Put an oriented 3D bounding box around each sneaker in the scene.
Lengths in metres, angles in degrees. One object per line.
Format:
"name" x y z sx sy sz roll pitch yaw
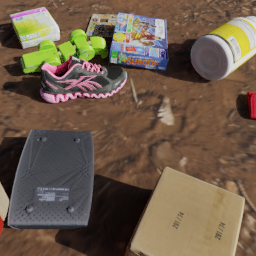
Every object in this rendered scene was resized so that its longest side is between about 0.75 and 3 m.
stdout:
"sneaker" -1.312 -1.578 8.298 2.686 1.281 1.061 -12 45 -14

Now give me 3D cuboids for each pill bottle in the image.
"pill bottle" 3.430 -2.756 9.303 2.643 1.471 1.471 -34 55 -29

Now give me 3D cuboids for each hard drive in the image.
"hard drive" -1.568 1.063 6.140 1.623 0.509 2.406 2 46 -7

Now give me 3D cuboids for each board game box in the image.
"board game box" 0.446 -3.257 10.273 1.963 0.500 2.900 8 46 -2

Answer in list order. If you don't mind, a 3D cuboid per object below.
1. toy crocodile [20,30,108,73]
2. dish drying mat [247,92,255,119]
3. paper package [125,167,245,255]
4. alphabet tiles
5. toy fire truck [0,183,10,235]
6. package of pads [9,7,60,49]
"toy crocodile" -2.099 -2.470 9.461 2.969 0.917 1.002 -22 67 -14
"dish drying mat" 4.981 -0.497 7.929 2.981 0.271 1.145 9 48 8
"paper package" 1.065 1.886 5.119 1.710 0.928 1.794 21 49 12
"alphabet tiles" -0.496 -4.319 11.767 2.292 0.086 1.916 2 46 3
"toy fire truck" -3.525 2.251 4.456 2.620 1.915 2.977 -5 37 -1
"package of pads" -3.637 -3.961 11.010 1.533 0.677 1.985 -20 50 -17
